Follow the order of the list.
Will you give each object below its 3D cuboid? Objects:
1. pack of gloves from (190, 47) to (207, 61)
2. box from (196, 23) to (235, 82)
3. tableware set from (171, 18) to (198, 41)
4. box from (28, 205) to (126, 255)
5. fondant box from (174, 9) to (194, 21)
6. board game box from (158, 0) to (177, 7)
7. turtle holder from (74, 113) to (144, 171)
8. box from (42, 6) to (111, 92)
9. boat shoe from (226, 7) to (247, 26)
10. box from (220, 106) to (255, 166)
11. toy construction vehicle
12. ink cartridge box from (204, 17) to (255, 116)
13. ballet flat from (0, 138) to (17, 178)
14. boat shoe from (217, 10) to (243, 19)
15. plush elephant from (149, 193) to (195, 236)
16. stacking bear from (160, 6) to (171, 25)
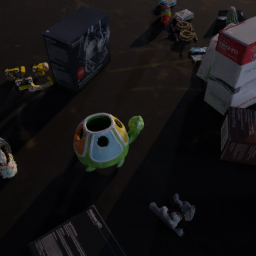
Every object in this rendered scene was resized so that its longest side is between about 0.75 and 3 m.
[{"bbox_3d":[3.339,-3.377,12.433,1.096,0.216,0.921,-7,50,-7],"label":"pack of gloves"},{"bbox_3d":[3.620,-2.872,10.889,0.860,1.779,1.570,38,57,17],"label":"box"},{"bbox_3d":[2.751,-4.779,13.574,1.059,0.321,1.602,-3,49,-3],"label":"tableware set"},{"bbox_3d":[-0.851,3.239,6.184,1.708,0.954,2.420,-29,54,-19],"label":"box"},{"bbox_3d":[2.910,-5.842,14.557,0.824,0.240,0.594,-27,54,-23],"label":"fondant box"},{"bbox_3d":[2.193,-6.963,15.563,0.814,0.191,0.614,-34,57,-26],"label":"board game box"},{"bbox_3d":[-0.599,0.335,8.357,2.053,1.458,1.560,5,49,5],"label":"turtle holder"},{"bbox_3d":[-1.845,-3.062,10.832,1.258,2.201,2.417,24,54,20],"label":"box"},{"bbox_3d":[5.302,-4.960,13.426,0.722,0.865,2.318,-1,54,-8],"label":"boat shoe"},{"bbox_3d":[4.453,0.384,8.596,2.967,1.112,1.486,10,50,6],"label":"box"},{"bbox_3d":[-3.908,-1.969,11.053,1.706,0.601,1.485,-16,40,-16],"label":"toy construction vehicle"},{"bbox_3d":[3.945,-2.045,9.538,2.064,2.860,1.198,-26,50,-21],"label":"ink cartridge box"},{"bbox_3d":[-3.909,0.753,8.596,0.691,0.584,1.828,-31,55,-23],"label":"ballet flat"},{"bbox_3d":[5.343,-5.968,14.554,1.424,0.403,0.489,-12,50,-10],"label":"boat shoe"},{"bbox_3d":[1.263,2.130,7.239,1.081,0.890,0.837,45,73,-1],"label":"plush elephant"},{"bbox_3d":[1.906,-5.676,14.259,0.554,0.592,0.974,4,57,4],"label":"stacking bear"}]
